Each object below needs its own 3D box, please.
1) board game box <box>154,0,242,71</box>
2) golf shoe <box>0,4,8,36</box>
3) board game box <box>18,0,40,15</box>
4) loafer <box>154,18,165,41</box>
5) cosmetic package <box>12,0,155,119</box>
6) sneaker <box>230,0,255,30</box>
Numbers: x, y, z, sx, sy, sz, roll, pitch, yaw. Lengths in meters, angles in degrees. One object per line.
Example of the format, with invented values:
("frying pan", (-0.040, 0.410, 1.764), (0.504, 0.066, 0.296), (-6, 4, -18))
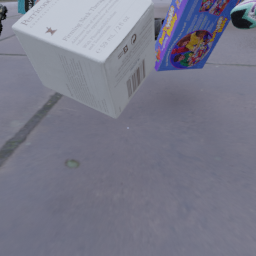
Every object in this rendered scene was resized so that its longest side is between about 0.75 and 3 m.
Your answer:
("board game box", (2.107, -3.192, 8.958), (1.989, 2.959, 0.662), (-9, 55, -25))
("golf shoe", (-4.000, -3.112, 8.286), (0.565, 1.195, 0.465), (21, 14, -16))
("board game box", (-2.217, -4.324, 8.954), (2.441, 1.843, 0.573), (13, 40, -7))
("loafer", (0.981, -3.480, 9.692), (2.470, 0.899, 0.893), (-4, -5, -15))
("cosmetic package", (-0.617, -1.341, 4.747), (1.714, 1.425, 1.434), (24, 65, 20))
("sneaker", (3.254, -2.664, 5.951), (1.783, 0.693, 1.248), (24, 63, 40))
